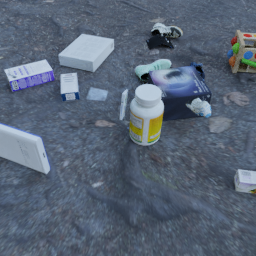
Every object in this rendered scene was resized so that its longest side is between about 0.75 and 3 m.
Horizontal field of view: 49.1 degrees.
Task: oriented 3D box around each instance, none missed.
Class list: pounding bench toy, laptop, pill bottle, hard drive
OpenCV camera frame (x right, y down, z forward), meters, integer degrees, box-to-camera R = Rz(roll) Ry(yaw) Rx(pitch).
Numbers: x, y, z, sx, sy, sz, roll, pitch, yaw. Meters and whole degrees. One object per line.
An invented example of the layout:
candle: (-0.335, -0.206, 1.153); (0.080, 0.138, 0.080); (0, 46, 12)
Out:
pounding bench toy: (6.065, -3.436, 13.638); (2.030, 1.616, 2.602); (5, 43, 6)
laptop: (1.860, -4.883, 16.322); (1.303, 0.673, 1.155); (14, 39, -23)
pill bottle: (0.656, -0.464, 10.063); (1.189, 2.108, 1.189); (0, 45, 0)
hard drive: (-3.818, 0.577, 9.350); (2.436, 1.607, 0.309); (16, 46, 17)

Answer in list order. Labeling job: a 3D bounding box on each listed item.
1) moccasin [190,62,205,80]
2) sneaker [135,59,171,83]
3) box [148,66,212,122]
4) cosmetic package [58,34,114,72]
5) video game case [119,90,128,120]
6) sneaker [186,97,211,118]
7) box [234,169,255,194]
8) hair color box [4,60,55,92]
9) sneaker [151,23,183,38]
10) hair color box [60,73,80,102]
moccasin: (3.517, -2.914, 13.894); (0.592, 0.502, 1.472); (-10, 44, -10)
sneaker: (1.324, -2.721, 13.553); (1.819, 0.669, 1.073); (-15, 39, -2)
box: (2.060, -1.474, 11.784); (2.107, 1.309, 2.124); (-9, 44, -7)
cosmetic package: (-2.162, -4.086, 15.015); (1.983, 0.680, 2.630); (16, 46, 14)
video game case: (-0.134, -0.813, 9.606); (0.107, 0.883, 0.969); (8, 17, 5)
sneaker: (2.383, -0.701, 9.571); (0.551, 0.556, 1.534); (-24, 16, 1)
box: (4.785, 1.833, 8.801); (2.708, 0.524, 0.561); (6, 44, 7)
hair color box: (-4.693, -2.525, 13.379); (2.031, 0.658, 1.110); (-19, 47, -22)
sneaker: (2.292, -5.666, 16.815); (1.956, 0.740, 0.858); (22, 61, 29)
hair color box: (-2.660, -1.884, 12.807); (0.792, 0.479, 1.583); (-7, 44, -8)
